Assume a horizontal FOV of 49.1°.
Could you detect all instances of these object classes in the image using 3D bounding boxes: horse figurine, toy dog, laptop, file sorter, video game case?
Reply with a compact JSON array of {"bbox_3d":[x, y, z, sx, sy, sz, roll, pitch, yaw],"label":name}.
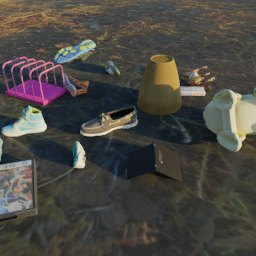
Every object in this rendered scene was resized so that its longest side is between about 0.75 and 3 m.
[{"bbox_3d":[3.603,-2.588,14.414,1.377,0.518,2.077,-11,38,4],"label":"horse figurine"},{"bbox_3d":[4.498,-0.425,10.158,2.935,2.048,2.846,-10,-1,-12],"label":"toy dog"},{"bbox_3d":[0.820,1.215,8.992,1.469,0.851,1.376,25,31,-13],"label":"laptop"},{"bbox_3d":[-4.386,-2.315,13.137,2.396,1.502,1.665,16,36,23],"label":"file sorter"},{"bbox_3d":[-3.608,1.778,7.922,1.952,0.275,2.161,-9,34,-14],"label":"video game case"}]

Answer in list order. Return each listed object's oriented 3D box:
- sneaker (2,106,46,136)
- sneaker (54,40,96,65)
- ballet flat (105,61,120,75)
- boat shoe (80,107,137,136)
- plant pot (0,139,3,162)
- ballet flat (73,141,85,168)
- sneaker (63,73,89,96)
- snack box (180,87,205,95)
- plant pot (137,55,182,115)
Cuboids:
[{"bbox_3d":[-3.941,-0.303,10.438,1.605,1.048,0.638,-11,35,-15],"label":"sneaker"},{"bbox_3d":[-2.107,-2.942,11.393,0.687,0.803,1.937,42,53,18],"label":"sneaker"},{"bbox_3d":[-0.914,-3.251,15.620,0.534,0.565,1.678,-33,36,1],"label":"ballet flat"},{"bbox_3d":[-0.717,-0.283,10.730,2.320,0.691,0.834,-13,35,-19],"label":"boat shoe"},{"bbox_3d":[-4.602,0.737,8.950,1.038,1.016,1.019,6,29,-21],"label":"plant pot"},{"bbox_3d":[-1.612,0.916,9.260,0.428,0.428,1.194,-5,36,-8],"label":"ballet flat"},{"bbox_3d":[-2.499,-2.143,13.756,1.015,0.703,1.811,-14,46,-28],"label":"sneaker"},{"bbox_3d":[2.801,-1.789,13.512,1.712,0.208,0.615,1,33,1],"label":"snack box"},{"bbox_3d":[1.410,-1.958,12.000,1.971,2.115,1.971,0,34,0],"label":"plant pot"}]
